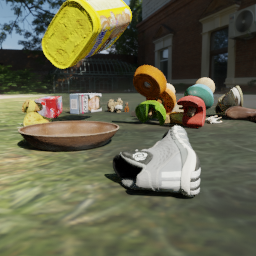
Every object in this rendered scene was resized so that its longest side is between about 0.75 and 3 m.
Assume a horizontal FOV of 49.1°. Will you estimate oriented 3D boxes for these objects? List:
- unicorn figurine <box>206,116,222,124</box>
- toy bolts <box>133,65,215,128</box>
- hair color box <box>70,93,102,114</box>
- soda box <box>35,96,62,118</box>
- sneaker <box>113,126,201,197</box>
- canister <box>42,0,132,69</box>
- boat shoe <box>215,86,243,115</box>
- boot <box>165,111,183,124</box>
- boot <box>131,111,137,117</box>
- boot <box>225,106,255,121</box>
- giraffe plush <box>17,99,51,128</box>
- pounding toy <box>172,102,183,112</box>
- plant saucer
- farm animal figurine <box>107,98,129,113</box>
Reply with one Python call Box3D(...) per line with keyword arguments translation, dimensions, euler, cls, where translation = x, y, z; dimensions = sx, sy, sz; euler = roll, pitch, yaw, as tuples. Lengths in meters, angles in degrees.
Box3D(translation=(3.569, -0.334, 11.730), dimensions=(0.654, 0.352, 0.953), euler=(-12, -3, -11), cls="unicorn figurine")
Box3D(translation=(1.852, -1.526, 10.826), dimensions=(2.939, 2.807, 2.038), euler=(12, 48, 31), cls="toy bolts")
Box3D(translation=(-2.398, -1.436, 16.141), dimensions=(0.660, 1.078, 2.179), euler=(5, 10, 28), cls="hair color box")
Box3D(translation=(-4.094, -1.143, 14.731), dimensions=(1.029, 0.932, 2.940), euler=(-2, 10, -7), cls="soda box")
Box3D(translation=(0.396, 0.472, 4.873), dimensions=(1.298, 0.843, 2.248), euler=(-2, 10, 1), cls="sneaker")
Box3D(translation=(-1.214, -3.235, 9.229), dimensions=(2.111, 1.230, 2.843), euler=(-42, 3, 36), cls="canister")
Box3D(translation=(4.859, -1.174, 13.591), dimensions=(0.866, 0.946, 2.533), euler=(-14, -21, 3), cls="boat shoe")
Box3D(translation=(2.242, -0.502, 11.768), dimensions=(1.565, 0.551, 1.121), euler=(-3, 13, 21), cls="boot")
Box3D(translation=(0.598, -0.668, 14.054), dimensions=(0.913, 0.336, 0.344), euler=(6, -11, 20), cls="boot")
Box3D(translation=(5.419, -0.505, 12.036), dimensions=(1.817, 0.626, 1.950), euler=(-3, 14, -8), cls="boot")
Box3D(translation=(-3.626, -0.577, 10.739), dimensions=(1.298, 1.052, 1.120), euler=(-8, 12, -40), cls="giraffe plush")
Box3D(translation=(3.003, -1.091, 14.394), dimensions=(1.329, 0.945, 1.223), euler=(2, 10, 14), cls="pounding toy")
Box3D(translation=(-1.573, 0.194, 7.680), dimensions=(2.675, 0.489, 2.675), euler=(0, 10, 0), cls="plant saucer")
Box3D(translation=(-0.738, -1.371, 16.613), dimensions=(1.550, 0.808, 1.533), euler=(5, 10, 31), cls="farm animal figurine")
